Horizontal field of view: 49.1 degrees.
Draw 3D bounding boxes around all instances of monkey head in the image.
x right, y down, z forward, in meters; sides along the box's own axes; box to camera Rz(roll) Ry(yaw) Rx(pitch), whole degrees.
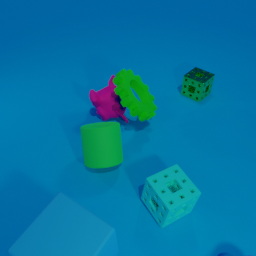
[{"bbox_3d":[-0.544,-0.817,8.039,0.960,1.146,1.594,-19,69,8],"label":"monkey head"}]

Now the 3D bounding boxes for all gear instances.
[{"bbox_3d":[0.210,-0.884,7.439,0.270,1.461,1.461,-32,32,29],"label":"gear"}]

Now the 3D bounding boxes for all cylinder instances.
[{"bbox_3d":[-0.619,0.381,6.676,0.940,0.940,0.940,-5,8,1],"label":"cylinder"}]

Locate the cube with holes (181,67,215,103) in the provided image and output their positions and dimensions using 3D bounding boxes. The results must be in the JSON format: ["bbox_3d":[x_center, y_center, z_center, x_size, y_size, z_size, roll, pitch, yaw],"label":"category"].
[{"bbox_3d":[2.249,-1.406,9.056,0.720,0.720,0.720,31,50,30],"label":"cube with holes"}]

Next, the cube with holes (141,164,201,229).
[{"bbox_3d":[0.857,1.403,5.797,0.790,0.790,0.790,-20,52,-25],"label":"cube with holes"}]

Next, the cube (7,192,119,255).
[{"bbox_3d":[-0.969,2.019,4.600,1.167,1.167,1.167,26,56,22],"label":"cube"}]
